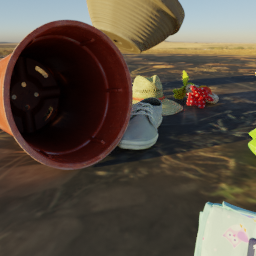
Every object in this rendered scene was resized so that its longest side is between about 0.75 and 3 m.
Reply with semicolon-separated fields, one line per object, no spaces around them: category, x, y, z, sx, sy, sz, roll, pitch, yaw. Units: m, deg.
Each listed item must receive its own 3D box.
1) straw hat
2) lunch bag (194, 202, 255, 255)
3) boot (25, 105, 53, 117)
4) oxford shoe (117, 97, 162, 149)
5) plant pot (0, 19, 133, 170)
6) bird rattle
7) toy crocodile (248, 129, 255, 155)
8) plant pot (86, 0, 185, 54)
straw hat;0.730;-1.385;10.596;2.860;1.210;2.860;1;18;0
lunch bag;1.090;1.276;2.396;1.034;1.213;0.740;10;20;25
boot;-2.686;-0.544;8.956;1.314;0.628;1.740;11;21;24
oxford shoe;0.358;-0.208;7.571;1.117;0.858;2.971;8;22;14
plant pot;-1.879;-0.727;6.522;2.896;2.896;2.817;-16;15;-40
bird rattle;2.871;-1.463;11.183;1.750;1.209;2.146;9;15;-27
toy crocodile;3.285;0.511;5.631;0.838;0.766;2.481;-42;23;2
plant pot;-0.041;-2.940;7.593;2.877;1.328;2.877;25;1;-1
